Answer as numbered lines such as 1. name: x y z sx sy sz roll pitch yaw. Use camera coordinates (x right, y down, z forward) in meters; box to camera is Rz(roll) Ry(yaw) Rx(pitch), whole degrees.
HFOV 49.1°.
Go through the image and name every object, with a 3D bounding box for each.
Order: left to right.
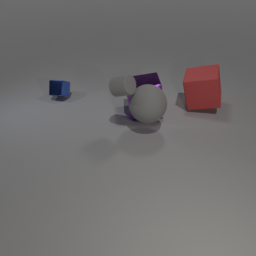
1. cube: -3.187 -1.842 13.074 0.700 0.700 0.700 4 5 19
2. cylinder: -0.185 -1.469 9.755 0.700 0.700 0.700 -3 25 37
3. cube: 0.683 -1.344 11.729 1.400 1.400 1.400 -8 31 2
4. ball: 0.721 -0.881 10.189 1.400 1.400 1.400 0 31 0
5. cube: 3.226 -1.750 12.047 1.400 1.400 1.400 -3 35 22
